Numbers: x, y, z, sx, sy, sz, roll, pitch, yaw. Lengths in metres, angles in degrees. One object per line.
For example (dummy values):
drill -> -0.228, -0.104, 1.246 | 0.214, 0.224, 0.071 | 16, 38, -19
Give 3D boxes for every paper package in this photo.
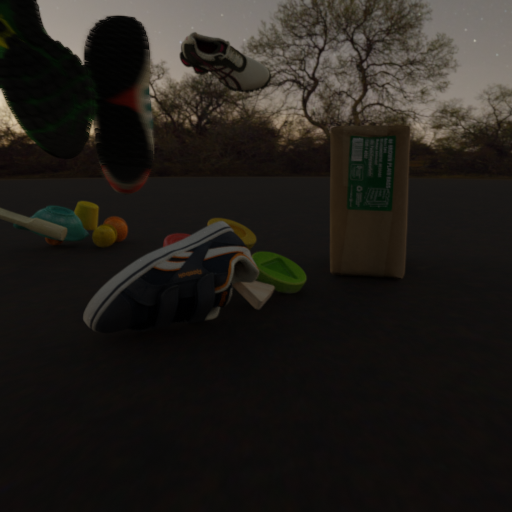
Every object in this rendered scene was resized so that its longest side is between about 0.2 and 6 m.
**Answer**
paper package -> 2.041, -1.034, 10.055 | 1.307, 2.526, 2.407 | 2, 12, 11

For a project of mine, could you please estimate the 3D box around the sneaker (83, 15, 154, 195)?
sneaker -> -2.346, -2.522, 9.662 | 1.093, 3.105, 1.452 | -4, -13, -15

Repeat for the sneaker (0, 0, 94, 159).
sneaker -> -3.171, -2.602, 8.117 | 1.158, 2.969, 1.265 | -22, -18, -21

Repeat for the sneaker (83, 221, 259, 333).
sneaker -> -0.874, 0.379, 6.640 | 0.901, 0.890, 2.270 | 45, 52, 16

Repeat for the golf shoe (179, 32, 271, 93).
golf shoe -> -0.604, -4.042, 11.744 | 2.013, 0.777, 0.887 | 15, -9, -12

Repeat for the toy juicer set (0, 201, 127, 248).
toy juicer set -> -4.163, -0.509, 12.380 | 1.972, 0.843, 3.100 | 24, 15, 22

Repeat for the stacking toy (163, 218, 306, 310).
stacking toy -> -0.406, 0.356, 8.386 | 1.899, 0.886, 2.098 | 32, 26, 19
